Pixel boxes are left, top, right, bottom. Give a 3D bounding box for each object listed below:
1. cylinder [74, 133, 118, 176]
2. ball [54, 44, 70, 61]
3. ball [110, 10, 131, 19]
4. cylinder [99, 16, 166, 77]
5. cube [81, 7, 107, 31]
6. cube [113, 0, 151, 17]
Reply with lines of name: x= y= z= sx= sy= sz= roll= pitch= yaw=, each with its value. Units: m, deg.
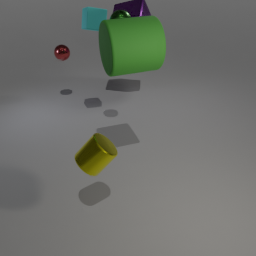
cylinder: x=-0.708 y=0.590 z=6.239 sx=0.700 sy=0.700 sz=0.700 roll=40 pitch=17 yaw=-15
ball: x=-2.918 y=-3.338 z=12.407 sx=0.700 sy=0.700 sz=0.700 roll=0 pitch=31 yaw=0
ball: x=-0.225 y=-3.271 z=8.637 sx=0.700 sy=0.700 sz=0.700 roll=0 pitch=31 yaw=0
cylinder: x=0.073 y=-2.134 z=7.316 sx=1.400 sy=1.400 sz=1.400 roll=-11 pitch=33 yaw=-15
cube: x=-1.173 y=-3.753 z=9.695 sx=0.700 sy=0.700 sz=0.700 roll=-2 pitch=18 yaw=-24
cube: x=0.195 y=-4.512 z=12.229 sx=1.400 sy=1.400 sz=1.400 roll=-2 pitch=65 yaw=24
